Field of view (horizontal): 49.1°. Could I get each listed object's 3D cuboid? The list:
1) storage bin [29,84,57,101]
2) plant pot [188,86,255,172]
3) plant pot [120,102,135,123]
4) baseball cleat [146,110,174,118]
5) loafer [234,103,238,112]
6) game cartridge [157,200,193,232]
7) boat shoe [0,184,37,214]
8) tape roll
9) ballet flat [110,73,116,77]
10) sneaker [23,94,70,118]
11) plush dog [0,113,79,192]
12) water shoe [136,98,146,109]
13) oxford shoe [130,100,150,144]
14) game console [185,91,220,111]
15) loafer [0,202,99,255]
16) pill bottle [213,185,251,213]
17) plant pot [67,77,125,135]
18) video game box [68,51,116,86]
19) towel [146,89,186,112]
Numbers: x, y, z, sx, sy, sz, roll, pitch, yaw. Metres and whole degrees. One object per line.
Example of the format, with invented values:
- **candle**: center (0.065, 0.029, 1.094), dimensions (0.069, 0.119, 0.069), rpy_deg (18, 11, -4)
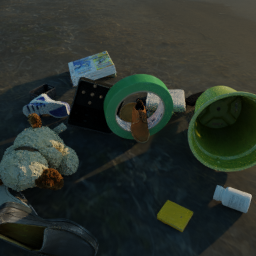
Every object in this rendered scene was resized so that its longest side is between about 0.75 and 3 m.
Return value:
- **storage bin**: center (-3.981, -1.586, 13.163), dimensions (0.730, 0.506, 1.079), rpy_deg (21, 42, 27)
- **plant pot**: center (3.406, -0.313, 9.880), dimensions (2.756, 2.756, 2.534), rpy_deg (4, 25, 5)
- **plant pot**: center (0.132, -0.471, 11.241), dimensions (1.109, 1.109, 0.152), rpy_deg (-20, 12, -26)
- **baseball cleat**: center (1.358, -0.708, 12.029), dimensions (1.138, 0.397, 0.606), rpy_deg (-5, 36, -8)
- **loafer**: center (4.448, -0.433, 11.323), dimensions (0.746, 0.852, 2.372), rpy_deg (-13, 39, -7)
- **game cartridge**: center (1.311, 2.453, 7.869), dimensions (0.816, 0.132, 0.719), rpy_deg (20, 40, 29)
- **boat shoe**: center (-3.386, 2.146, 7.900), dimensions (2.751, 0.784, 0.920), rpy_deg (27, 57, 39)
- **tape roll**: center (0.380, -0.714, 10.193), dimensions (2.496, 2.496, 0.600), rpy_deg (-6, 40, -9)
- **ballet flat**: center (-1.093, -3.107, 15.353), dimensions (1.102, 0.415, 0.374), rpy_deg (23, 41, 29)
- **sneaker**: center (-3.468, -1.052, 12.179), dimensions (1.930, 0.780, 1.115), rpy_deg (0, 38, 2)
- **plush dog**: center (-2.881, 0.929, 8.337), dimensions (2.525, 2.026, 2.169), rpy_deg (2, 35, 1)
- **water shoe**: center (0.726, -1.117, 12.639), dimensions (0.868, 0.343, 0.310), rpy_deg (19, 40, 25)
- **oxford shoe**: center (0.420, -0.260, 10.330), dimensions (0.681, 0.680, 1.908), rpy_deg (-3, 48, -6)
- **game console**: center (3.459, -1.122, 12.365), dimensions (1.218, 0.249, 2.064), rpy_deg (-22, 30, -17)
- **loafer**: center (-1.905, 2.568, 6.423), dimensions (2.584, 0.941, 0.934), rpy_deg (21, 3, -9)
- **pill bottle**: center (2.997, 2.021, 8.093), dimensions (0.959, 0.549, 0.549), rpy_deg (17, 39, 23)
- **plant pot**: center (-1.333, -1.076, 11.073), dimensions (1.833, 1.837, 1.630), rpy_deg (13, 23, -20)
- **video game box**: center (-1.983, -3.235, 15.048), dimensions (2.321, 0.543, 2.115), rpy_deg (-19, 40, -4)
- **towel**: center (1.690, -1.294, 12.422), dimensions (1.671, 0.435, 2.521), rpy_deg (3, 24, 7)
